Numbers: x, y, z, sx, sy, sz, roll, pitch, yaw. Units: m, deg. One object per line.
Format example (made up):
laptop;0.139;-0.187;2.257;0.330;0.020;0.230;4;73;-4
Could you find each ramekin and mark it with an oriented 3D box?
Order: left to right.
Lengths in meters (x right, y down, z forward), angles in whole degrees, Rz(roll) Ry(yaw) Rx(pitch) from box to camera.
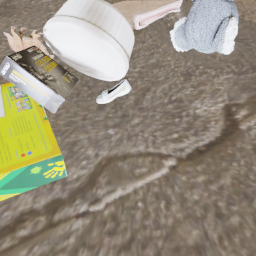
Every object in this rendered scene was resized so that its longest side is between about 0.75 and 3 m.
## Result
ramekin;-0.858;-2.181;6.862;2.216;2.216;1.032;18;73;19

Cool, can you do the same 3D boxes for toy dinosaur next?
toy dinosaur;-2.289;-1.832;6.361;1.199;0.813;0.515;11;20;-8

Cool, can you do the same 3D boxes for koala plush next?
koala plush;2.442;-3.380;7.727;2.593;2.821;2.502;18;8;-41

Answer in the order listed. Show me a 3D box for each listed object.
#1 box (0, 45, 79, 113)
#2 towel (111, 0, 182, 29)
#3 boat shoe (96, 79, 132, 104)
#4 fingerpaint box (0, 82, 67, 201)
box;-1.065;-0.652;3.533;0.774;0.236;0.978;37;19;-13
towel;0.026;-3.457;8.467;2.455;0.396;2.345;18;40;37
boat shoe;-0.415;-0.967;7.461;1.047;0.336;0.386;-19;32;23
fingerpaint box;-2.450;0.206;5.405;1.882;0.827;2.255;-19;53;-19
